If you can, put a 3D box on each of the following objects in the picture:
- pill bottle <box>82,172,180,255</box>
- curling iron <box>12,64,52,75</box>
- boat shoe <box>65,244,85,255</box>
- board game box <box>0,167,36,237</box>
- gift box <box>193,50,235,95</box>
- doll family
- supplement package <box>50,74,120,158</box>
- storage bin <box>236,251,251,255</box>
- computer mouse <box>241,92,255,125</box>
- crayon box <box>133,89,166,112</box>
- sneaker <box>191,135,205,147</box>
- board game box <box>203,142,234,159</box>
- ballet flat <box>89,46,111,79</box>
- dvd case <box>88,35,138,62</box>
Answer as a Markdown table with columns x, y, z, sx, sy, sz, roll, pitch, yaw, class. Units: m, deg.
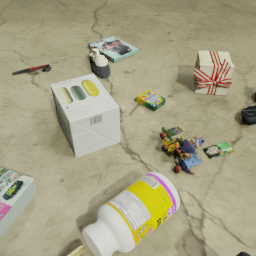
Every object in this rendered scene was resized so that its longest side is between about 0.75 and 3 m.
| x | y | z | sx | sy | sz | roll | pitch | yaw | class |
| --- | --- | --- | --- | --- | --- | --- | --- | --- | --- |
| 0.092 | 2.371 | 7.569 | 2.588 | 1.349 | 1.349 | -30 | 51 | -28 | pill bottle |
| -4.836 | -2.915 | 14.098 | 1.979 | 0.253 | 0.491 | -10 | 44 | -11 | curling iron |
| -1.535 | 3.535 | 7.059 | 1.303 | 0.467 | 0.496 | -38 | 71 | -26 | boat shoe |
| -4.132 | 1.937 | 8.210 | 2.212 | 0.711 | 1.632 | 15 | 39 | 13 | board game box |
| 3.756 | -2.550 | 12.621 | 1.669 | 1.808 | 1.689 | 0 | 44 | 8 | gift box |
| 1.763 | 0.766 | 9.783 | 1.124 | 0.763 | 1.944 | -20 | 49 | -27 | doll family |
| -1.582 | -0.522 | 10.387 | 1.781 | 1.768 | 2.346 | -19 | 46 | -19 | supplement package |
| 2.495 | 3.510 | 6.083 | 0.737 | 1.572 | 1.063 | -35 | 62 | -28 | storage bin |
| 5.432 | -0.855 | 11.820 | 0.809 | 0.470 | 2.759 | 1 | 31 | 39 | computer mouse |
| 0.926 | -1.261 | 12.263 | 1.229 | 0.317 | 0.773 | 33 | 52 | 31 | crayon box |
| 2.545 | 0.582 | 10.285 | 0.340 | 0.327 | 0.867 | 33 | 54 | 24 | sneaker |
| 3.296 | 0.810 | 10.183 | 0.985 | 0.116 | 0.516 | -14 | 42 | -15 | board game box |
| -1.499 | -3.447 | 14.255 | 0.889 | 0.889 | 2.433 | -13 | 44 | -13 | ballet flat |
| -0.878 | -4.516 | 15.821 | 1.762 | 0.266 | 2.413 | -31 | 49 | -29 | dvd case |
